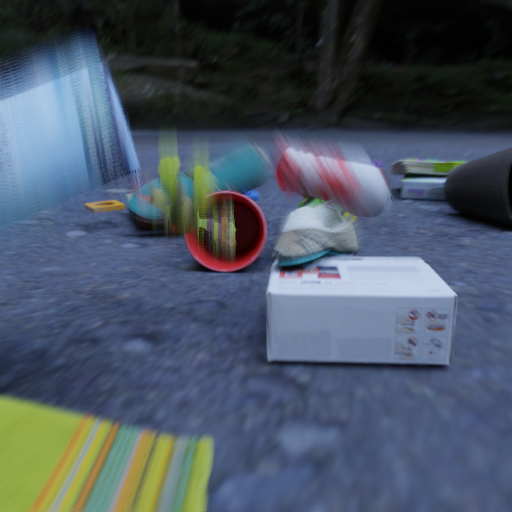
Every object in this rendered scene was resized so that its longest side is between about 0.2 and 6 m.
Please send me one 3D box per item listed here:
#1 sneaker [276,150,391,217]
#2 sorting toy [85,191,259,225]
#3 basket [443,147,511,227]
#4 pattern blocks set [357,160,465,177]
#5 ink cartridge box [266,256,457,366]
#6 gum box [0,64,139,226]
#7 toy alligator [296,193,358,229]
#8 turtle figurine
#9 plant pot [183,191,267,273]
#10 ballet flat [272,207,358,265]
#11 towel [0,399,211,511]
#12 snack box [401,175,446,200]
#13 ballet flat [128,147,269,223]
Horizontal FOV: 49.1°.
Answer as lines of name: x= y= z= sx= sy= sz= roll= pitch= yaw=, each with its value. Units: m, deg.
sneaker: x=1.010 y=-1.098 z=8.350 sx=1.190 sy=0.741 sz=2.220 roll=8 pitch=13 yaw=-18
sorting toy: x=-1.764 y=-1.045 z=12.072 sx=3.668 sy=0.500 sz=2.065 roll=-6 pitch=17 yaw=-17
basket: x=5.038 y=-1.455 z=11.824 sx=1.330 sy=1.764 sz=1.956 roll=-1 pitch=6 yaw=-21
pattern blocks set: x=4.967 y=-2.366 z=15.296 sx=4.567 sy=0.370 sz=4.014 roll=3 pitch=6 yaw=-8
ink cartridge box: x=1.028 y=0.511 z=5.988 sx=1.767 sy=0.741 sz=1.551 roll=1 pitch=14 yaw=5
gum box: x=-2.039 y=-0.844 z=4.656 sx=1.920 sy=0.428 sz=1.631 roll=-24 pitch=38 yaw=-4
toy alligator: x=1.178 y=-0.834 z=10.591 sx=1.042 sy=1.139 sz=3.840 roll=-39 pitch=7 yaw=17
turtle figurine: x=-0.871 y=-0.577 z=6.308 sx=1.418 sy=1.144 sz=0.457 roll=29 pitch=60 yaw=12
plant pot: x=-0.422 y=-0.416 z=8.772 sx=1.246 sy=1.246 sz=1.103 roll=1 pitch=7 yaw=5
ballet flat: x=0.687 y=-0.246 z=6.539 sx=0.603 sy=0.670 sz=1.779 roll=-5 pitch=-1 yaw=32
towel: x=-1.531 y=1.182 z=3.310 sx=2.540 sy=0.229 sz=1.093 roll=15 pitch=14 yaw=-5
snack box: x=4.861 y=-1.795 z=14.796 sx=1.957 sy=0.519 sz=1.392 roll=5 pitch=16 yaw=16
ballet flat: x=-1.033 y=-1.211 z=10.725 sx=2.780 sy=0.937 sz=0.885 roll=-22 pitch=-18 yaw=0
